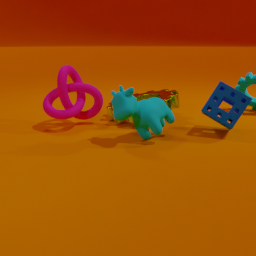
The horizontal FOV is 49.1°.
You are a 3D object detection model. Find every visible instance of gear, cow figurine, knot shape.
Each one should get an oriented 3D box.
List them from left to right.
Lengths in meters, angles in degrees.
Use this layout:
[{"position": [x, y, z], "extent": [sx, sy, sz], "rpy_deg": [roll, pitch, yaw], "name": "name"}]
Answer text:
[{"position": [-1.300, -0.748, 7.098], "extent": [1.384, 1.479, 0.684], "rpy_deg": [26, -19, -24], "name": "knot shape"}, {"position": [0.299, -0.421, 6.093], "extent": [0.734, 1.316, 1.337], "rpy_deg": [-26, 7, 47], "name": "cow figurine"}, {"position": [0.419, -0.643, 7.786], "extent": [1.989, 0.368, 1.989], "rpy_deg": [-11, 16, 3], "name": "gear"}, {"position": [3.869, -1.090, 8.382], "extent": [1.243, 1.243, 0.230], "rpy_deg": [11, 46, 32], "name": "gear"}]

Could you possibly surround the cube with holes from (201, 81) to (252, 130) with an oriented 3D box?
[{"position": [2.282, -0.504, 6.561], "extent": [0.785, 0.785, 0.785], "rpy_deg": [34, 8, 15], "name": "cube with holes"}]
